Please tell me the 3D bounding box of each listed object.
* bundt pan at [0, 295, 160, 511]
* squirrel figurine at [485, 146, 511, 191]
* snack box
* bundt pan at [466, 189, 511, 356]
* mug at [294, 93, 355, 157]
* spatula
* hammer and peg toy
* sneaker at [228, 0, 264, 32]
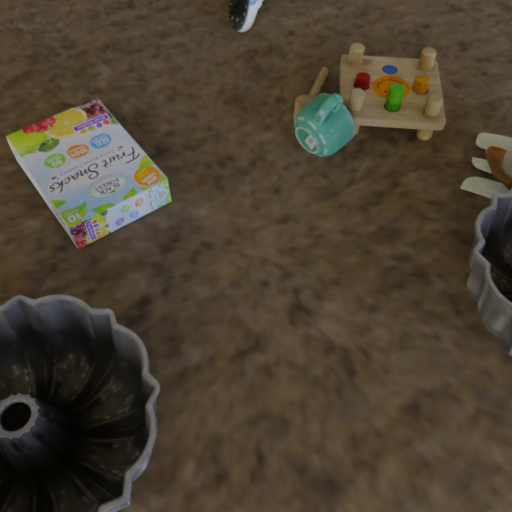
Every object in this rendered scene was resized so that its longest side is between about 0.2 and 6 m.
[{"bbox_3d":[-2.474,1.953,6.157,2.971,1.115,2.971,0,54,0],"label":"bundt pan"},{"bbox_3d":[4.503,-1.270,8.607,1.319,1.000,1.414,-6,77,-23],"label":"squirrel figurine"},{"bbox_3d":[-2.644,-1.379,8.827,1.640,0.611,2.306,-31,61,-20],"label":"snack box"},{"bbox_3d":[4.063,0.412,7.181,2.941,1.104,2.941,2,52,-3],"label":"bundt pan"},{"bbox_3d":[1.028,-2.140,9.089,0.680,1.099,0.903,-41,45,-13],"label":"mug"},{"bbox_3d":[4.436,-1.281,9.035,1.966,0.158,1.367,20,58,15],"label":"spatula"},{"bbox_3d":[1.964,-2.956,9.797,2.508,0.884,1.844,5,55,4],"label":"hammer and peg toy"},{"bbox_3d":[-0.009,-5.628,11.795,0.887,0.880,2.448,23,59,-25],"label":"sneaker"}]
